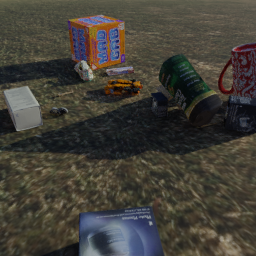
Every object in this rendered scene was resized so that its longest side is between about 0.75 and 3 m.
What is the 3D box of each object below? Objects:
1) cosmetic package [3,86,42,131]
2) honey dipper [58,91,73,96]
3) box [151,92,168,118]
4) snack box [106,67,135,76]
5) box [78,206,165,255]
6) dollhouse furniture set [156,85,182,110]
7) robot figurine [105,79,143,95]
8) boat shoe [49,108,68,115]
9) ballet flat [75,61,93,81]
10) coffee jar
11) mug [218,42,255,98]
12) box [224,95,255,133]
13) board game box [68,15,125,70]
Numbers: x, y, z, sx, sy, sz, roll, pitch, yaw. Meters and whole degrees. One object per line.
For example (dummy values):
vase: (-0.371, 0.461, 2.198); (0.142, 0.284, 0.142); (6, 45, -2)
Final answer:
cosmetic package: (-4.328, -0.846, 11.482); (1.081, 0.912, 2.091); (-15, 35, -24)
honey dipper: (-2.990, -1.661, 13.502); (0.756, 0.144, 0.144); (-17, 36, -28)
box: (1.313, -0.981, 11.781); (0.507, 0.805, 0.819); (-9, 32, -13)
snack box: (-0.433, -3.240, 15.937); (1.534, 0.187, 0.552); (-10, 34, -15)
box: (-0.155, 2.647, 5.860); (1.686, 1.039, 1.672); (-5, 34, -7)
dollhouse furniture set: (2.547, -1.533, 13.001); (1.868, 1.219, 1.764); (0, 58, -52)
robot figurine: (-0.164, -1.985, 13.642); (1.818, 0.529, 1.318); (5, 33, 9)
boat shoe: (-2.938, -0.699, 11.825); (0.813, 0.301, 0.245); (8, 33, 18)
ballet flat: (-2.426, -3.303, 15.534); (0.873, 0.738, 2.308); (-13, 34, -21)
coffee jar: (2.409, -1.450, 10.990); (1.198, 1.464, 2.808); (-25, 65, -18)
mug: (4.993, -2.257, 12.069); (2.125, 2.394, 1.597); (-8, 25, 16)
box: (4.394, -0.532, 10.730); (1.195, 1.175, 0.702); (8, 33, 12)
board game box: (-1.878, -5.255, 16.987); (2.447, 2.447, 2.449); (-22, 39, -31)
